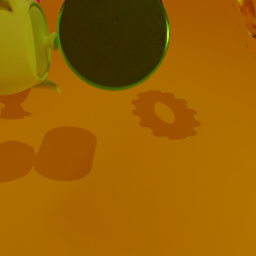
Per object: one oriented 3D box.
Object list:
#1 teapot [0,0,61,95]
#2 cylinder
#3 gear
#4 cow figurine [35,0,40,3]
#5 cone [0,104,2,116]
[{"bbox_3d":[-1.326,-0.984,3.385,0.979,1.999,1.243,0,63,1],"label":"teapot"},{"bbox_3d":[-0.203,-1.184,3.590,1.237,1.237,1.237,-4,18,-5],"label":"cylinder"},{"bbox_3d":[2.212,-2.124,4.791,0.380,2.056,2.056,-18,37,16],"label":"gear"},{"bbox_3d":[-2.260,-2.289,5.692,0.946,1.724,1.696,22,-2,-35],"label":"cow figurine"},{"bbox_3d":[-2.873,-0.593,4.333,1.313,1.313,1.318,-24,64,-26],"label":"cone"}]
